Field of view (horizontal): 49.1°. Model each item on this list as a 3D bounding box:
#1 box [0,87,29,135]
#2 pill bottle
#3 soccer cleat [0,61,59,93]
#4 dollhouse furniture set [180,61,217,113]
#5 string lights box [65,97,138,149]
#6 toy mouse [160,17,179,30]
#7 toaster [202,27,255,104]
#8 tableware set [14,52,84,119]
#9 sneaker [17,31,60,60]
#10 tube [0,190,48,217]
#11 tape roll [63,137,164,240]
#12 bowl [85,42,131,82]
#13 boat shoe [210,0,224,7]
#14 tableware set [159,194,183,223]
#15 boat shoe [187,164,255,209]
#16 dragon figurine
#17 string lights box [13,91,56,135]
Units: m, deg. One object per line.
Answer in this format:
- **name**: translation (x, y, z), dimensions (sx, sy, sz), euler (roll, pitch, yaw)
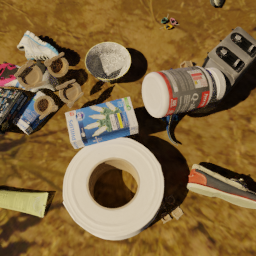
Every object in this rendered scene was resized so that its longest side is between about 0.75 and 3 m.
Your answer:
- **box**: translation (-4.316, -0.619, 9.580), dimensions (1.269, 0.367, 1.596), euler (12, 65, 30)
- **pill bottle**: translation (1.663, -1.125, 8.262), dimensions (2.253, 1.305, 1.305), euler (-13, 67, -23)
- **soccer cleat**: translation (-3.750, -1.684, 10.018), dimensions (2.833, 1.223, 0.989), euler (5, 62, 28)
- **dollhouse furniture set**: translation (2.287, -1.369, 9.933), dimensions (0.796, 0.932, 1.797), euler (-4, 72, -34)
- **string lights box**: translation (-0.773, -0.153, 8.420), dimensions (1.996, 0.589, 1.026), euler (-15, 66, -4)
- **toy mouse**: translation (1.661, -4.336, 11.481), dimensions (0.839, 0.162, 0.745), euler (-4, 68, -2)
- **toaster**: translation (3.283, -2.017, 9.618), dimensions (1.261, 2.125, 1.921), euler (42, 66, 13)
- **tableware set**: translation (-2.338, -1.303, 8.569), dimensions (1.635, 1.958, 0.227), euler (-32, 35, -16)
- **sneaker**: translation (-3.331, -2.805, 10.602), dimensions (2.118, 0.794, 0.918), euler (32, 77, 21)
- **tube**: translation (-3.477, 2.246, 8.625), dimensions (1.920, 0.557, 0.498), euler (8, 30, 0)
- **tape roll**: translation (-0.408, 1.773, 8.362), dimensions (2.943, 1.029, 2.943), euler (-1, 64, 2)
- **bowl**: translation (-0.716, -2.264, 10.291), dimensions (1.642, 0.771, 1.642), euler (0, 67, -1)
- **boat shoe**: translation (3.605, -6.344, 12.063), dimensions (0.927, 0.985, 2.742), euler (-11, 70, 37)
- **tableware set**: translation (1.251, 2.498, 8.680), dimensions (0.704, 0.098, 0.843), euler (-24, 70, -10)
- **boat shoe**: translation (3.133, 1.828, 8.568), dimensions (2.577, 0.917, 0.806), euler (15, 66, 11)
- **dragon figurine**: translation (1.500, -0.786, 9.409), dimensions (0.745, 1.259, 2.532), euler (8, 68, 4)
- **string lights box**: translation (-3.275, -0.537, 9.754), dimensions (0.729, 0.418, 1.419), euler (35, 72, 16)
